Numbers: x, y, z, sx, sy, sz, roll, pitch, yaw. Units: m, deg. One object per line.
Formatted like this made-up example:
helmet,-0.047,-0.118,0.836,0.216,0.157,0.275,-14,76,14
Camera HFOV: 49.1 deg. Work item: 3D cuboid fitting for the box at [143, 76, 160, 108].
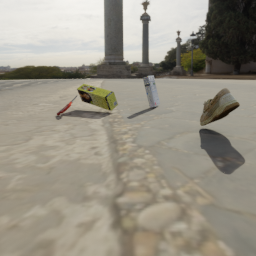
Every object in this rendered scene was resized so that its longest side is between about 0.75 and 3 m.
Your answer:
box,1.115,-1.712,13.091,0.294,1.429,1.114,-12,7,21

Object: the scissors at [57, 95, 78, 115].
scissors,-2.262,-0.997,11.170,0.633,0.120,1.729,-27,18,37

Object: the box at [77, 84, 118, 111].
box,-1.348,-1.348,12.109,1.947,0.733,0.488,19,51,38

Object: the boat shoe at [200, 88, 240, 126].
boat shoe,2.438,-0.553,7.826,0.680,0.612,1.884,-21,-12,-9
